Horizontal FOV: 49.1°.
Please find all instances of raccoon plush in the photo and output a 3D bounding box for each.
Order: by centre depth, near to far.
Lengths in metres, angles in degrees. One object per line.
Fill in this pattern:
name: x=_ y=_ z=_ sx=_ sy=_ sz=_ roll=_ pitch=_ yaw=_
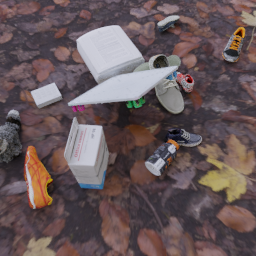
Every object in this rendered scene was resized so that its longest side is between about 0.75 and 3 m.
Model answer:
raccoon plush: x=-4.515 y=0.056 z=9.675 sx=1.179 sy=1.632 sz=2.436 roll=-12 pitch=59 yaw=-7

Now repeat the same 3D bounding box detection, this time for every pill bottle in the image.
pill bottle: x=1.223 y=0.977 z=9.669 sx=0.675 sy=0.675 sz=1.271 roll=36 pitch=65 yaw=20

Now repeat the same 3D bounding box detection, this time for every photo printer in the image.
photo printer: x=-0.873 y=-3.306 z=12.184 sx=2.249 sy=0.939 sz=2.704 roll=-25 pitch=61 yaw=-14

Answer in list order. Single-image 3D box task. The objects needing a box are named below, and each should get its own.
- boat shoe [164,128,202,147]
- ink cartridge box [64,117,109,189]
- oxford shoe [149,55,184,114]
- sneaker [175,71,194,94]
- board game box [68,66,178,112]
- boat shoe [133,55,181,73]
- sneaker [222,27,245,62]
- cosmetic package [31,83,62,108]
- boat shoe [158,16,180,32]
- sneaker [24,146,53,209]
boat shoe: x=2.029 y=0.314 z=10.106 sx=1.369 sy=0.635 sz=0.511 roll=-2 pitch=58 yaw=-1
ink cartridge box: x=-1.194 y=0.848 z=8.728 sx=0.790 sy=2.368 sz=1.372 roll=4 pitch=59 yaw=6
oxford shoe: x=1.517 y=-1.778 z=11.047 sx=0.960 sy=0.737 sz=2.554 roll=-17 pitch=81 yaw=-15
sneaker: x=2.296 y=-2.068 z=11.568 sx=0.424 sy=0.681 sz=1.271 roll=-21 pitch=60 yaw=-13
board game box: x=-0.105 y=-1.345 z=9.682 sx=2.921 sy=0.378 sz=2.922 roll=-1 pitch=27 yaw=36
boat shoe: x=1.174 y=-2.441 z=11.858 sx=2.139 sy=0.644 sz=0.762 roll=-20 pitch=89 yaw=-11
sneaker: x=4.796 y=-3.752 z=12.595 sx=0.755 sy=0.745 sz=1.930 roll=19 pitch=62 yaw=10
cosmetic package: x=-3.295 y=-1.320 z=11.347 sx=1.031 sy=0.266 sz=0.777 roll=-25 pitch=59 yaw=-15
boat shoe: x=1.983 y=-5.054 z=13.572 sx=0.518 sy=0.428 sz=1.384 roll=28 pitch=52 yaw=34
sneaker: x=-3.004 y=1.605 z=9.353 sx=0.851 sy=0.806 sz=2.207 roll=-6 pitch=61 yaw=-27
